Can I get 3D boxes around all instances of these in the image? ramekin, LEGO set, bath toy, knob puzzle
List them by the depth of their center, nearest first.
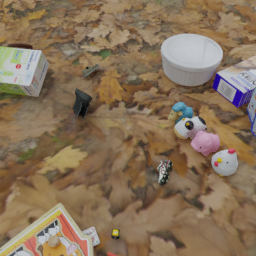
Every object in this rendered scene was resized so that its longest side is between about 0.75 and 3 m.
[{"bbox_3d":[-2.049,3.581,6.874,3.049,0.423,3.049,-5,54,7],"label":"knob puzzle"},{"bbox_3d":[-1.174,3.527,7.131,2.515,0.617,1.879,-20,55,-15],"label":"LEGO set"},{"bbox_3d":[2.562,0.347,9.546,1.274,1.083,2.929,-24,54,-19],"label":"bath toy"},{"bbox_3d":[2.704,-2.923,12.266,2.601,1.211,2.601,0,49,0],"label":"ramekin"}]

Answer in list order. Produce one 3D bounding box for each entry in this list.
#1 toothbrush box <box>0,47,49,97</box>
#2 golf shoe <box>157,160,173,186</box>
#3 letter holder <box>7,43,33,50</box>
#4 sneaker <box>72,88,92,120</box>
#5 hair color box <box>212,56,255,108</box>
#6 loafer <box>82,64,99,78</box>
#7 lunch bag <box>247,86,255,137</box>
[{"bbox_3d":[-4.704,-2.358,11.615,2.296,0.988,1.672,9,70,7],"label":"toothbrush box"},{"bbox_3d":[1.147,1.457,9.127,0.421,0.369,0.955,1,45,32],"label":"golf shoe"},{"bbox_3d":[-5.034,-3.438,12.824,1.215,0.864,0.611,3,16,2],"label":"letter holder"},{"bbox_3d":[-1.885,-0.947,10.916,0.542,0.942,1.806,26,4,-28],"label":"sneaker"},{"bbox_3d":[5.158,-2.067,11.756,2.780,0.901,1.520,-24,53,-22],"label":"hair color box"},{"bbox_3d":[-1.661,-2.620,12.409,0.357,0.385,1.025,53,49,-12],"label":"loafer"},{"bbox_3d":[5.077,-0.567,9.842,1.311,1.800,2.117,-2,50,5],"label":"lunch bag"}]
